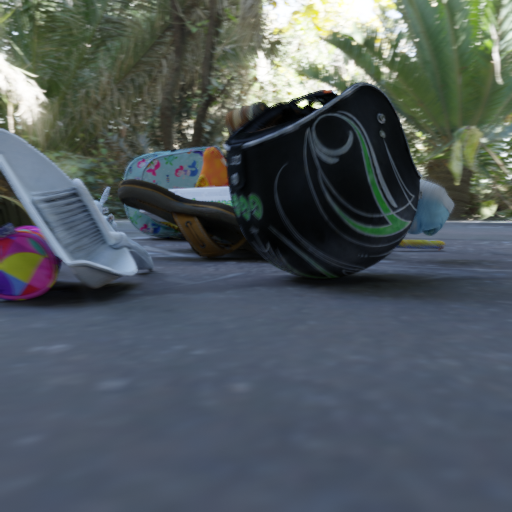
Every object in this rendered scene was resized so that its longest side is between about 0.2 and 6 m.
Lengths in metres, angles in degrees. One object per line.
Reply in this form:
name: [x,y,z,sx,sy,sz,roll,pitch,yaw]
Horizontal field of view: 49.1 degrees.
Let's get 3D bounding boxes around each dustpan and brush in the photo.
dustpan and brush: [-1.786,-0.236,6.342,0.780,1.902,2.725,-34,-22,-11]

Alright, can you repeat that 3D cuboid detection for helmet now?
helmet: [0.830,-0.776,6.681,2.245,2.141,2.245,-24,22,10]

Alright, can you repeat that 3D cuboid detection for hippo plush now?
hippo plush: [-3.747,-0.598,12.779,1.593,1.269,1.281,-21,48,-41]

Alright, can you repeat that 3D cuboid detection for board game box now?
board game box: [-0.590,-0.705,11.140,3.207,0.555,2.024,4,-17,46]

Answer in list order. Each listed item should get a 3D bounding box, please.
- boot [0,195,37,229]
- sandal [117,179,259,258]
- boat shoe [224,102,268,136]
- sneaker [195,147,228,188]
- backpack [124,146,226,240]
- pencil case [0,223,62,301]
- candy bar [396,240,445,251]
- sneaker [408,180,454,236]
boot: [-3.837,-0.417,9.019,2.831,1.069,3.233,1,4,15]
sandal: [-1.049,-0.473,9.563,3.078,0.840,1.258,20,-16,6]
boat shoe: [-0.004,-1.803,10.735,0.864,2.339,0.885,-3,35,18]
sneaker: [-0.983,-1.359,12.519,0.997,0.943,2.585,-31,-27,-21]
backpack: [-2.316,-1.780,16.188,3.009,2.671,2.266,-4,-1,7]
pencil case: [-2.366,0.032,5.719,0.722,0.722,1.633,-1,3,-15]
candy bar: [3.267,-0.228,11.401,1.162,0.129,0.290,2,-26,-5]
sneaker: [2.599,-0.728,8.873,0.701,0.777,1.897,24,4,41]
